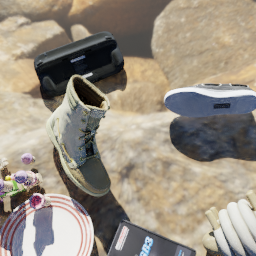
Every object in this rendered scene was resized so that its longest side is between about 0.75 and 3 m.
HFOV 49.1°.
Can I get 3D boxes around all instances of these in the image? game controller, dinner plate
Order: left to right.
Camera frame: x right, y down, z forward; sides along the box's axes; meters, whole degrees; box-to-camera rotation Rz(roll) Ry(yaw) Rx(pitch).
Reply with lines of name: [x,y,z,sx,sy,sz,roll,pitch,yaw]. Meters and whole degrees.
dinner plate: [-2.157,2.965,7.460,2.478,0.300,2.478,2,52,-3]
game controller: [-1.589,-2.111,9.233,2.872,0.605,1.498,-22,95,-6]

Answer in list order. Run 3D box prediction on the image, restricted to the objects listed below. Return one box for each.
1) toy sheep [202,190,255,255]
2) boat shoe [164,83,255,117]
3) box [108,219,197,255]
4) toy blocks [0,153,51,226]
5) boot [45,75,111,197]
toy sheep: [3.068,2.585,7.136,2.510,1.731,1.731,-33,72,21]
boat shoe: [2.548,-1.014,8.742,2.857,0.999,0.946,-2,40,4]
box: [0.416,3.693,7.074,2.070,0.518,2.085,20,72,12]
toy blocks: [-3.324,1.510,7.436,1.786,1.609,1.911,-24,73,0]
boot: [-1.073,0.256,7.591,1.035,2.222,2.873,-19,67,-44]
